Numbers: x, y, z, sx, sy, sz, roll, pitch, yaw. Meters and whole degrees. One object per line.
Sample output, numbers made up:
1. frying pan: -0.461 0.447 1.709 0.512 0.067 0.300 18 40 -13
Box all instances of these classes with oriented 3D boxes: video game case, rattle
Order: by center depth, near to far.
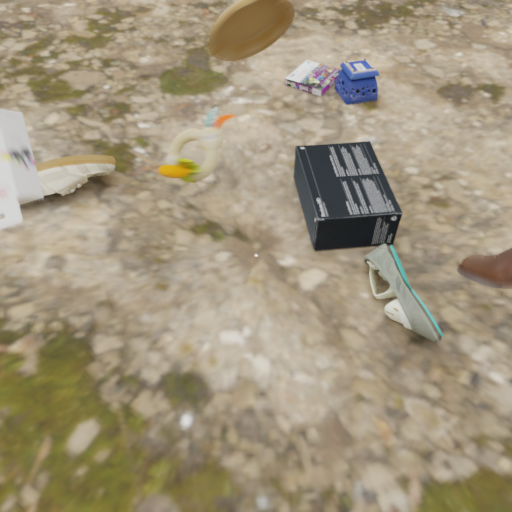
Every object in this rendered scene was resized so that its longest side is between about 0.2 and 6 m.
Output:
1. rattle: -0.836 -1.588 7.671 1.154 0.824 0.751 -45 64 14
2. video game case: 1.362 -4.236 13.310 0.982 0.194 1.083 24 51 21

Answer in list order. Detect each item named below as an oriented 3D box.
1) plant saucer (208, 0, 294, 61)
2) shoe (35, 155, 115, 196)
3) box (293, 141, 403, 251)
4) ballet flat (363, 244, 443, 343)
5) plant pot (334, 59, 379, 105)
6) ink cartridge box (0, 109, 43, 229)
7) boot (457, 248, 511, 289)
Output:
1. plant saucer: -0.129 -3.925 9.517 1.588 1.588 0.281 -21 81 -19
2. shoe: -3.925 -1.356 10.285 2.716 0.725 0.950 -12 10 -16
3. box: 1.529 -1.106 9.894 1.435 0.802 2.033 -3 47 -7
4. ballet flat: 2.152 0.630 8.480 0.613 0.648 1.924 -28 46 11
5. plant pot: 2.306 -3.986 12.709 0.806 0.725 0.806 -11 47 -12
6. ink cartridge box: -3.190 -1.018 6.959 0.799 1.388 0.471 -12 2 22
7. boot: 3.275 -0.657 6.476 0.681 2.120 1.976 -12 13 -40
